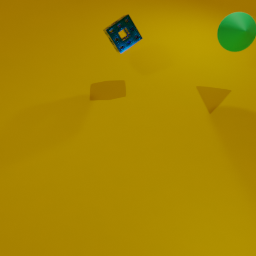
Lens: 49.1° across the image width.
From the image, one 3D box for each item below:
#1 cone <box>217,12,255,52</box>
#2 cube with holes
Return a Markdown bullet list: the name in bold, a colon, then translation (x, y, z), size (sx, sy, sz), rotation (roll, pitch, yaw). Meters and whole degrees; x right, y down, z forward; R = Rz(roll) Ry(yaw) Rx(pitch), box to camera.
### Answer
- **cone**: translation (3.582, -3.055, 8.894), size (1.285, 1.285, 1.290), rotation (8, 18, 7)
- **cube with holes**: translation (-0.190, -3.164, 9.436), size (0.887, 0.887, 0.887), rotation (-34, 22, 2)
